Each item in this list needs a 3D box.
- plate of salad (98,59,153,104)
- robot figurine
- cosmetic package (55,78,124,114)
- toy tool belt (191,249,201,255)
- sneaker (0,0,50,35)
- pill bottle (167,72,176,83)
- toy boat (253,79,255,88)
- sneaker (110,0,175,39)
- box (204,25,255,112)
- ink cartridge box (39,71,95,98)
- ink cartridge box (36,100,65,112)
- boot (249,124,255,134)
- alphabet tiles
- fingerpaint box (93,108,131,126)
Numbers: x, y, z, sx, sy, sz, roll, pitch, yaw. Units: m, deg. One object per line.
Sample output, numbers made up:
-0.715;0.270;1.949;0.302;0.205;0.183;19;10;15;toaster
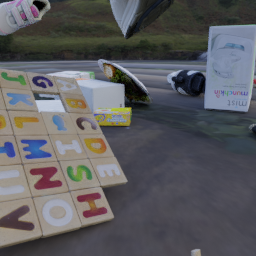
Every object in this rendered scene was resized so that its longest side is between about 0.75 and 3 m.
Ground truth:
-0.157;-1.463;9.541;2.308;0.554;2.308;36;-7;5;plate of salad
2.593;-1.900;11.894;1.053;1.268;1.688;-42;32;-16;robot figurine
-1.363;-1.121;9.398;1.257;0.883;2.479;-14;22;-39;cosmetic package
0.264;1.221;1.899;0.529;0.521;0.847;14;21;39;toy tool belt
-3.020;-3.319;8.016;0.844;0.779;1.914;21;59;35;sneaker
2.780;-2.797;15.634;1.167;0.656;0.656;-11;19;-34;pill bottle
6.786;-2.389;14.053;1.142;0.747;0.746;4;17;14;toy boat
0.070;-2.430;4.336;1.073;1.254;2.879;-38;-7;-6;sneaker
3.621;-2.116;9.743;1.424;2.599;2.946;6;16;24;box
-2.593;-1.907;12.080;1.574;0.908;2.154;6;17;19;ink cartridge box
-2.389;-0.264;7.012;1.881;0.556;2.350;-1;16;-5;ink cartridge box
3.249;0.056;6.397;0.800;0.289;0.604;-1;14;-4;boot
-1.227;0.102;3.551;2.191;0.099;2.622;0;47;-39;alphabet tiles
-0.396;-0.310;7.545;0.943;0.346;0.787;0;15;4;fingerpaint box
